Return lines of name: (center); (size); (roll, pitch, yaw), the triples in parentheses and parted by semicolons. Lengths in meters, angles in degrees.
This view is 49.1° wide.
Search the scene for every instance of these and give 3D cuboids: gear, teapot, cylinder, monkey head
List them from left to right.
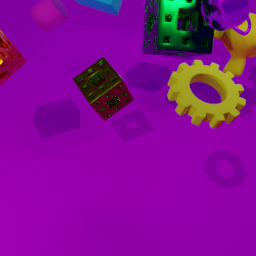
cylinder: (-2.148, -3.143, 7.693); (0.738, 0.738, 0.738); (-28, 43, 18)
gear: (1.213, -0.553, 4.363); (1.175, 0.217, 1.175); (5, 57, -8)
teapot: (1.923, -2.520, 5.848); (0.811, 1.029, 1.655); (-40, 74, -6)
monkey head: (2.871, -2.159, 7.172); (1.988, 1.198, 1.430); (24, 84, 36)

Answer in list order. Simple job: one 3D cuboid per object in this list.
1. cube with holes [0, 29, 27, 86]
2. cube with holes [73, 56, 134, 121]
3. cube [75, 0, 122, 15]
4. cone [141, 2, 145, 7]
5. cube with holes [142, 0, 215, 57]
cube with holes: (-3.298, -1.627, 6.459); (1.087, 1.087, 1.087); (-37, 7, 13)
cube with holes: (-0.594, -0.953, 6.959); (0.942, 0.942, 0.942); (-36, 60, 0)
cube: (-0.720, -3.709, 7.048); (1.179, 1.179, 1.179); (18, 12, 2)
cone: (0.935, -4.173, 9.177); (1.066, 1.062, 1.062); (-19, 46, 4)
cube with holes: (1.211, -2.540, 6.947); (1.365, 1.365, 1.365); (1, 10, -11)
